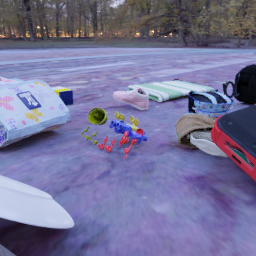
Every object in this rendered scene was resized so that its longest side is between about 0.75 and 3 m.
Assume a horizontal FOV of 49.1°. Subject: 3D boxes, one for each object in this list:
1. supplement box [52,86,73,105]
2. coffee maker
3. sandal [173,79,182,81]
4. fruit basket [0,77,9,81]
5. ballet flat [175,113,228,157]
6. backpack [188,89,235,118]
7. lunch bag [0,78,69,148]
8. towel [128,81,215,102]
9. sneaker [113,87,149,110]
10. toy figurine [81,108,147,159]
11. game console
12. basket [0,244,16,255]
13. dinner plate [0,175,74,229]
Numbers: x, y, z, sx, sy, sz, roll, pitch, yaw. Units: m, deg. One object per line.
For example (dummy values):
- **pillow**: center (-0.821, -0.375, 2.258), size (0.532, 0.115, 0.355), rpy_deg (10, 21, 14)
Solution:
- **supplement box**: center (-2.424, -1.150, 10.053), size (0.516, 0.519, 0.948), rpy_deg (-14, 24, -38)
- **coffee maker**: center (4.823, -1.200, 9.138), size (2.259, 1.584, 2.351), rpy_deg (-34, 30, -19)
- **sandal**: center (2.397, -2.332, 13.971), size (0.937, 0.211, 0.352), rpy_deg (-16, 24, -38)
- **fruit basket**: center (-5.991, -1.860, 11.866), size (2.093, 0.981, 1.938), rpy_deg (22, 28, 2)
- **ballet flat**: center (2.216, 0.241, 5.676), size (2.625, 0.890, 0.950), rpy_deg (9, 41, 18)
- **backpack**: center (2.388, -0.603, 7.993), size (1.105, 0.814, 1.210), rpy_deg (-4, 18, -12)
- **lunch bag**: center (-2.734, -0.417, 6.677), size (2.174, 1.382, 1.844), rpy_deg (19, 26, 30)
- **towel**: center (1.746, -1.565, 11.603), size (2.912, 0.341, 2.221), rpy_deg (-12, 22, -33)
- **sneaker**: center (0.119, -1.103, 9.170), size (1.287, 0.673, 0.484), rpy_deg (24, 42, 19)
- **toy figurine**: center (-0.145, 0.160, 6.432), size (1.672, 0.882, 1.002), rpy_deg (19, -3, 41)
- **game console**: center (2.912, 0.343, 4.513), size (2.289, 0.402, 2.589), rpy_deg (-16, 40, -18)
- **basket**: center (-1.918, 1.173, 1.882), size (2.064, 1.556, 2.289), rpy_deg (-19, 23, -41)
- **dinner plate**: center (-1.595, 0.681, 3.227), size (2.127, 0.258, 2.127), rpy_deg (17, -13, 4)
